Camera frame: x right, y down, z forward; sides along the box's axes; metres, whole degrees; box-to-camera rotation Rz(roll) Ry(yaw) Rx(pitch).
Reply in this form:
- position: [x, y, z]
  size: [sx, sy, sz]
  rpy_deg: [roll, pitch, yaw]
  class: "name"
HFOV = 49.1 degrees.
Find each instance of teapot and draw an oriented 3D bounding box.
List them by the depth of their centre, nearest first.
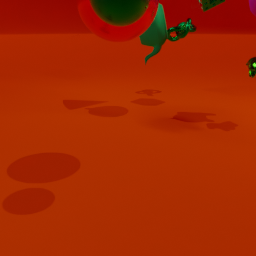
- position: [0.582, -2.794, 7.848]
  size: [0.976, 1.994, 1.240]
  rpy_deg: [-10, 5, 10]
  class: "teapot"

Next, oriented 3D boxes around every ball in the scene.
- position: [-0.092, -1.532, 3.187]
  size: [0.710, 0.710, 0.710]
  rpy_deg: [0, 20, 0]
  class: "ball"
- position: [-0.155, -1.943, 4.227]
  size: [1.244, 1.244, 1.244]
  rpy_deg: [0, 20, 0]
  class: "ball"

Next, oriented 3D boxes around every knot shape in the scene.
- position: [2.064, -3.662, 10.388]
  size: [1.107, 0.547, 1.183]
  rpy_deg: [-36, 15, -34]
  class: "knot shape"

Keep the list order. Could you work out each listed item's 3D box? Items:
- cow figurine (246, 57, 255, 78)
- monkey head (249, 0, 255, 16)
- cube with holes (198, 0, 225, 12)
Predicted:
- position: [3.422, -1.679, 6.921]
  size: [0.944, 0.518, 0.929]
  rpy_deg: [-1, 52, 22]
  class: "cow figurine"
- position: [3.632, -3.282, 6.967]
  size: [1.192, 1.657, 0.998]
  rpy_deg: [-8, 14, 9]
  class: "monkey head"
- position: [2.457, -4.151, 8.488]
  size: [0.703, 0.703, 0.703]
  rpy_deg: [-23, -22, 14]
  class: "cube with holes"
